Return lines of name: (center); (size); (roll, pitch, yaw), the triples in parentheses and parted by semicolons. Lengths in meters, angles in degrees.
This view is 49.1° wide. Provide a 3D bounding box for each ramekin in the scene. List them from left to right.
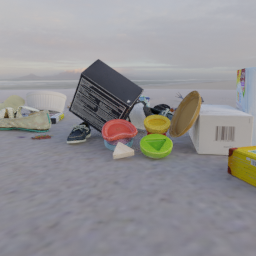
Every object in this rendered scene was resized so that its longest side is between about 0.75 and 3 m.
ramekin: (-4.050, -1.174, 13.865); (1.933, 0.900, 1.933); (0, -8, 0)

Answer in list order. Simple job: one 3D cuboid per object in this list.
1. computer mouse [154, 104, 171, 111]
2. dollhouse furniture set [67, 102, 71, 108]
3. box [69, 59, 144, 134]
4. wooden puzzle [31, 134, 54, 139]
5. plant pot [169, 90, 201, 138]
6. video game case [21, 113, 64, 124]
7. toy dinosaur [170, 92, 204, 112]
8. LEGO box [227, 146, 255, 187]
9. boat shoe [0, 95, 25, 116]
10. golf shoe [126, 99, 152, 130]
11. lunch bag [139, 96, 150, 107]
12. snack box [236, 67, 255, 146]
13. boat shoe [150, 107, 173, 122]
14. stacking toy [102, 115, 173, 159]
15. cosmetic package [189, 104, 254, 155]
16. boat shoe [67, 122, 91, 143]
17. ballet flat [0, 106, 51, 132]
computer mouse: (1.444, -0.834, 14.879); (0.733, 0.426, 2.500); (34, 33, 31)
dollhouse furniture set: (-3.635, -1.522, 18.421); (0.705, 0.403, 0.826); (-1, 10, -8)
box: (-0.695, -0.857, 8.619); (1.712, 1.698, 1.055); (35, 48, 2)
wooden puzzle: (-2.814, 0.298, 9.215); (0.760, 0.053, 0.451); (-5, 11, -28)
plant pot: (1.564, -0.344, 7.556); (0.193, 1.406, 1.406); (26, 6, -11)
video game case: (-4.118, -0.456, 12.842); (2.044, 0.261, 1.847); (0, 11, -2)
toy dinosaur: (3.405, -1.126, 16.002); (1.832, 2.019, 1.060); (-32, 13, 27)
LEGO box: (2.744, 0.753, 5.233); (1.057, 0.548, 1.420); (-3, 11, -16)
boat shoe: (-5.641, -0.653, 12.486); (1.017, 0.871, 2.781); (39, 24, -5)
golf shoe: (-0.175, -0.414, 10.405); (1.404, 1.155, 2.971); (-24, 21, -23)
lunch bag: (-0.168, -1.385, 16.013); (2.493, 1.028, 2.004); (-6, 9, -34)
snack box: (3.973, -0.764, 8.852); (0.905, 2.255, 2.674); (0, 11, 18)
boat shoe: (1.424, -0.461, 11.597); (0.829, 0.703, 2.276); (-7, 12, -35)
stacking toy: (0.284, 0.461, 7.461); (1.895, 0.801, 1.716); (-4, 35, -5)
cosmetic package: (2.581, -0.060, 8.228); (1.382, 1.090, 2.569); (1, 10, 8)
boat shoe: (-1.517, 0.122, 8.869); (0.624, 0.516, 1.667); (2, 10, 11)
ballet flat: (-4.223, -0.390, 10.612); (2.940, 0.917, 0.991); (2, 10, 13)
